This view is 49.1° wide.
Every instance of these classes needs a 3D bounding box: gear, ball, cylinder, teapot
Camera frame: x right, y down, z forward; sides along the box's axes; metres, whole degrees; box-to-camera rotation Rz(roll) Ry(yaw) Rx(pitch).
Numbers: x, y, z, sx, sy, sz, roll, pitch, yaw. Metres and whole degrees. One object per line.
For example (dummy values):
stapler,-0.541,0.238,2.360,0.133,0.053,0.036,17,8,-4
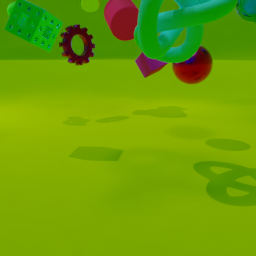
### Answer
gear,-1.701,-2.798,9.486,0.242,1.308,1.308,9,17,44
ball,1.576,-1.561,6.883,0.976,0.976,0.976,0,15,0
cylinder,-1.430,-4.821,10.391,0.716,0.716,0.716,-10,-29,-6
cylinder,-0.176,-4.084,10.408,1.248,1.248,1.248,-4,43,-16
teapot,3.145,-3.023,6.746,0.956,1.538,0.753,-2,21,42

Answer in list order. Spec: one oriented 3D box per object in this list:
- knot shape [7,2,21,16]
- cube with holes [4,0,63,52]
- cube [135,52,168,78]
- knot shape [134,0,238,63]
knot shape,-3.284,-3.476,9.045,0.644,1.303,1.393,-40,49,-4
cube with holes,-2.058,-2.250,6.180,0.740,0.740,0.740,29,8,15
cube,0.947,-2.687,11.394,0.846,0.846,0.846,-30,0,-21
knot shape,0.758,-1.776,4.700,1.916,0.886,1.793,-35,-13,38
